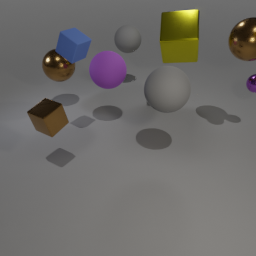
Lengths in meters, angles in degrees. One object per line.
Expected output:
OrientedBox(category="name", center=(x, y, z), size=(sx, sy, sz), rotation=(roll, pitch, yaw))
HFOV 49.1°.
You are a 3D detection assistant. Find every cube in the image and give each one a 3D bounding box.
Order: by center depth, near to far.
OrientedBox(category="cube", center=(-2.198, -0.295, 7.747), size=(0.700, 0.700, 0.700), rotation=(19, 50, 30))
OrientedBox(category="cube", center=(-1.667, -2.524, 8.553), size=(0.700, 0.700, 0.700), rotation=(37, 41, 9))
OrientedBox(category="cube", center=(2.014, -3.502, 10.852), size=(1.400, 1.400, 1.400), rotation=(1, 68, 13))

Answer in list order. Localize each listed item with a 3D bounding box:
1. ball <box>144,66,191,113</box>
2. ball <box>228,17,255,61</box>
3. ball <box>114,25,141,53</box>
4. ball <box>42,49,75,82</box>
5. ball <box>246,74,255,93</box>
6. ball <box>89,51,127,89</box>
OrientedBox(category="ball", center=(1.183, -1.159, 8.451), size=(1.400, 1.400, 1.400), rotation=(0, 30, 0))
OrientedBox(category="ball", center=(4.082, -2.942, 9.335), size=(1.400, 1.400, 1.400), rotation=(0, 30, 0))
OrientedBox(category="ball", center=(-0.007, -4.573, 14.400), size=(1.400, 1.400, 1.400), rotation=(0, 30, 0))
OrientedBox(category="ball", center=(-2.982, -2.700, 12.083), size=(1.400, 1.400, 1.400), rotation=(0, 30, 0))
OrientedBox(category="ball", center=(4.754, -1.651, 10.373), size=(0.700, 0.700, 0.700), rotation=(0, 30, 0))
OrientedBox(category="ball", center=(-0.752, -2.170, 10.501), size=(1.400, 1.400, 1.400), rotation=(0, 30, 0))
